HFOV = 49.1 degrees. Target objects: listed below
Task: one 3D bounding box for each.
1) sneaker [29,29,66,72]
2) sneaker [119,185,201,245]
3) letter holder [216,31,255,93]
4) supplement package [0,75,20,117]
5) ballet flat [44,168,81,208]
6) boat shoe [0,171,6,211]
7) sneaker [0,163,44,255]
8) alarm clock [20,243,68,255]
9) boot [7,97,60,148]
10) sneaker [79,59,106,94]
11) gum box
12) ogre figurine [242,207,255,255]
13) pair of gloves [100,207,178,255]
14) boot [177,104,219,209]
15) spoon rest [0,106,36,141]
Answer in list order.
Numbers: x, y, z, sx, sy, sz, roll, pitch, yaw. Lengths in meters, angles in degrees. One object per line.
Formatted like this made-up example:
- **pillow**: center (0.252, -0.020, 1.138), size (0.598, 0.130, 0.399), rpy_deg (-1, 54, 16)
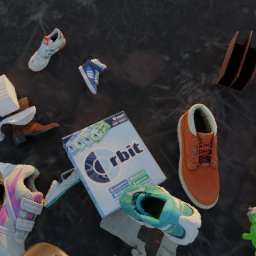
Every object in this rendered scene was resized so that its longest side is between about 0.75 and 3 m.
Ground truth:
- **sneaker**: center (-2.798, -2.676, 9.418), size (0.585, 0.777, 1.661), rpy_deg (37, 75, 10)
- **sneaker**: center (0.439, 1.520, 5.683), size (0.942, 2.365, 0.917), rpy_deg (34, 73, -24)
- **letter holder**: center (3.701, -2.281, 9.029), size (0.906, 1.281, 1.802), rpy_deg (21, 74, 7)
- **supplement package**: center (-3.914, -1.014, 8.766), size (0.613, 0.636, 1.119), rpy_deg (-26, 52, -5)
- **ballet flat**: center (-1.870, 1.632, 8.179), size (1.582, 0.568, 0.568), rpy_deg (-38, 76, -20)
- **boat shoe**: center (-2.912, 1.368, 6.243), size (0.358, 0.424, 1.190), rpy_deg (-38, 44, 15)
- **sneaker**: center (-2.969, 2.241, 7.607), size (1.267, 1.168, 2.872), rpy_deg (-11, 73, 3)
- **alarm clock**: center (-1.552, 2.845, 5.050), size (2.161, 0.719, 1.458), rpy_deg (-25, 92, 33)
- **boot**: center (-3.048, -0.297, 8.918), size (1.457, 0.530, 1.547), rpy_deg (-25, 66, 0)
- **sneaker**: center (-1.043, -1.770, 9.286), size (0.855, 0.471, 1.168), rpy_deg (-28, 69, -4)
- **gum box**: center (-0.419, 0.973, 8.141), size (2.082, 0.546, 2.451), rpy_deg (-26, 73, -22)
- **ogre figurine**: center (3.897, 2.958, 7.557), size (1.258, 1.030, 2.099), rpy_deg (6, 87, -17)
- **pair of gloves**: center (0.072, 3.559, 7.592), size (2.210, 0.456, 2.599), rpy_deg (19, 70, 8)
- **boot**: center (2.043, 0.781, 7.926), size (1.098, 1.568, 2.925), rpy_deg (-7, 74, -4)
- **spoon rest**: center (-3.429, -0.199, 8.497), size (1.524, 0.757, 0.462), rpy_deg (-34, 116, 12)
